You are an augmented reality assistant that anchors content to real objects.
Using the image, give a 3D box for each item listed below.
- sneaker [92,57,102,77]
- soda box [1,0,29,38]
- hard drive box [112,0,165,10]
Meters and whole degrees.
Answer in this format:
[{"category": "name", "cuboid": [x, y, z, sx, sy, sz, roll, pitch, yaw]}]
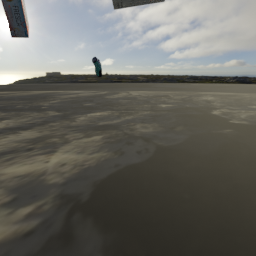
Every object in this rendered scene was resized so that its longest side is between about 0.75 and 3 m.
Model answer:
[{"category": "sneaker", "cuboid": [-1.064, -2.266, 10.471, 0.311, 0.837, 0.366, -23, -15, 28]}, {"category": "soda box", "cuboid": [-2.532, -2.672, 6.291, 0.427, 0.459, 1.342, -4, -28, -13]}, {"category": "hard drive box", "cuboid": [0.287, -4.254, 8.340, 1.659, 0.637, 1.293, -7, -7, 2]}]
